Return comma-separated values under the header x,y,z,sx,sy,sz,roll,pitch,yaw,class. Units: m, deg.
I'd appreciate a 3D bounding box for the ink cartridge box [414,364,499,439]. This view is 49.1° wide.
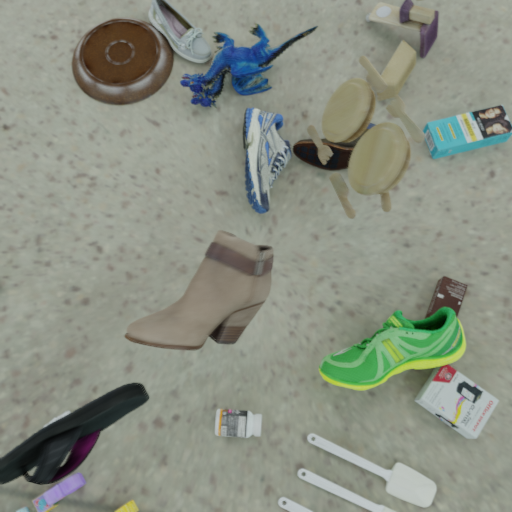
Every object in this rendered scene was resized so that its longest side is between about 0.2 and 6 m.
x,y,z,sx,sy,sz,roll,pitch,yaw,class
3.744,2.701,10.473,1.196,0.495,0.871,35,76,10,ink cartridge box

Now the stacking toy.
x,y,z,sx,sy,sz,roll,pitch,yaw,class
-3.843,4.424,9.849,2.893,0.680,2.181,-34,76,-9,stacking toy

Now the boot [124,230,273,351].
x,y,z,sx,sy,sz,roll,pitch,yaw,class
-0.729,0.481,8.525,0.853,2.429,1.776,26,102,38,boot

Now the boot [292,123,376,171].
x,y,z,sx,sy,sz,roll,pitch,yaw,class
1.846,-2.416,12.088,2.058,0.769,0.998,9,54,3,boot

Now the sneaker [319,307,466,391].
x,y,z,sx,sy,sz,roll,pitch,yaw,class
2.446,1.610,10.361,2.834,1.050,1.184,-16,109,-8,sneaker

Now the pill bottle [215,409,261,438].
x,y,z,sx,sy,sz,roll,pitch,yaw,class
-0.327,3.104,10.359,0.838,0.487,0.487,4,73,0,pill bottle

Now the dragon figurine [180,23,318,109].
x,y,z,sx,sy,sz,roll,pitch,yaw,class
-0.126,-4.176,12.411,3.139,0.924,1.560,-8,73,-2,dragon figurine

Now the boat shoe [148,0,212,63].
x,y,z,sx,sy,sz,roll,pitch,yaw,class
-1.730,-5.162,12.795,0.670,0.583,1.817,-42,88,-21,boat shoe

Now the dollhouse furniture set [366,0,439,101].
x,y,z,sx,sy,sz,roll,pitch,yaw,class
2.791,-4.878,12.431,1.630,1.820,2.297,26,77,24,dollhouse furniture set

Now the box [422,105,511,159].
x,y,z,sx,sy,sz,roll,pitch,yaw,class
4.606,-2.697,12.202,1.759,0.432,0.724,-15,73,-5,box

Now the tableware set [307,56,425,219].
x,y,z,sx,sy,sz,roll,pitch,yaw,class
1.937,-2.064,9.711,0.549,1.812,2.742,17,38,-31,tableware set

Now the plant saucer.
x,y,z,sx,sy,sz,roll,pitch,yaw,class
-3.088,-4.569,12.833,2.365,0.379,2.365,0,72,-1,plant saucer

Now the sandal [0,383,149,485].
x,y,z,sx,sy,sz,roll,pitch,yaw,class
-2.830,2.868,8.443,2.792,1.049,0.668,-32,68,7,sandal

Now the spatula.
x,y,z,sx,sy,sz,roll,pitch,yaw,class
1.826,4.367,10.145,2.514,0.202,1.748,24,80,8,spatula

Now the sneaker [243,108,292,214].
x,y,z,sx,sy,sz,roll,pitch,yaw,class
0.274,-2.053,11.774,1.027,0.929,2.412,-1,73,-5,sneaker

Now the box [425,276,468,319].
x,y,z,sx,sy,sz,roll,pitch,yaw,class
3.742,0.971,11.084,0.517,0.387,1.033,22,76,6,box
